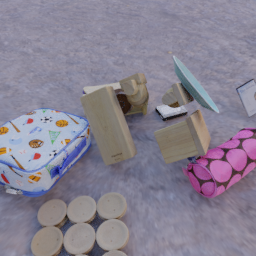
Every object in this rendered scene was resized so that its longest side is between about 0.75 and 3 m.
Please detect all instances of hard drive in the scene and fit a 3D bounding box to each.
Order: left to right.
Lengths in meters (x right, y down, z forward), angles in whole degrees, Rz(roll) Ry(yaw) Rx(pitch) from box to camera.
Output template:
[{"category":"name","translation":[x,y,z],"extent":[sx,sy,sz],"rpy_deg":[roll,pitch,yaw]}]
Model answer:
[{"category":"hard drive","translation":[1.427,-0.567,9.214],"extent":[0.890,0.168,0.622],"rpy_deg":[-14,44,-16]}]

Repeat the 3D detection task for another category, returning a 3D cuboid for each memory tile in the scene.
[{"category":"memory tile","translation":[-0.956,2.553,5.583],"extent":[2.080,0.228,2.714],"rpy_deg":[-8,44,1]}]

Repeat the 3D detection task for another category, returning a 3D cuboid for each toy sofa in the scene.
[{"category":"toy sofa","translation":[-0.421,-0.844,8.954],"extent":[2.010,0.833,0.981],"rpy_deg":[-13,50,-14]}]

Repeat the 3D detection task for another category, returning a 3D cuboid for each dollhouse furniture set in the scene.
[{"category":"dollhouse furniture set","translation":[0.597,-0.242,7.761],"extent":[2.530,2.406,2.061],"rpy_deg":[-21,1,22]}]

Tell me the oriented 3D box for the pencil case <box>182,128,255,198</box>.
[{"category":"pencil case","translation":[2.560,0.775,7.161],"extent":[2.333,1.059,1.093],"rpy_deg":[-23,15,-26]}]

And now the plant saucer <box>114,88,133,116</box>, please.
[{"category":"plant saucer","translation":[-0.252,-0.726,8.519],"extent":[0.971,0.971,0.156],"rpy_deg":[-12,35,-13]}]

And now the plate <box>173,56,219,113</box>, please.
[{"category":"plate","translation":[1.699,-1.082,7.294],"extent":[0.241,1.888,1.888],"rpy_deg":[-39,38,22]}]

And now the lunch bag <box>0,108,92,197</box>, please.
[{"category":"lunch bag","translation":[-2.267,0.531,7.188],"extent":[2.180,1.028,2.721],"rpy_deg":[17,36,17]}]

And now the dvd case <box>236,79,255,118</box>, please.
[{"category":"dvd case","translation":[3.928,-0.958,8.943],"extent":[0.741,1.038,0.091],"rpy_deg":[-30,9,-15]}]
